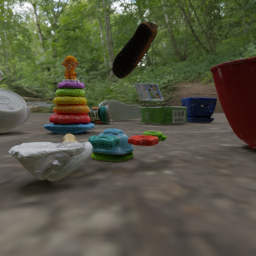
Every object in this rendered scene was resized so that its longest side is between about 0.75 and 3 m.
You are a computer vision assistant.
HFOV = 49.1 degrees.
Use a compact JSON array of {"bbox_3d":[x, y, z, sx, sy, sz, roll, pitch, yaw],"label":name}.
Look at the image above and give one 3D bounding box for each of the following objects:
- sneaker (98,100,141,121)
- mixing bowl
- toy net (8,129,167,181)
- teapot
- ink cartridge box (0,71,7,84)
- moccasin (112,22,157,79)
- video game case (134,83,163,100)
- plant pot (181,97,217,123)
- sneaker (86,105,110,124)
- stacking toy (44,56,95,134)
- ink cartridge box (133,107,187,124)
[{"bbox_3d":[-0.557,-0.790,14.468,2.825,1.044,1.158,7,-11,-43],"label":"sneaker"},{"bbox_3d":[2.402,-0.311,4.135,2.301,1.246,2.301,0,3,0],"label":"mixing bowl"},{"bbox_3d":[-0.292,0.258,2.748,0.938,0.345,1.788,5,7,27],"label":"toy net"},{"bbox_3d":[-3.233,-0.328,7.049,1.337,0.976,1.319,17,29,-17],"label":"teapot"},{"bbox_3d":[-4.086,-1.405,8.355,0.796,0.413,0.236,-39,9,1],"label":"ink cartridge box"},{"bbox_3d":[0.261,-3.177,11.618,1.013,2.769,1.069,41,36,11],"label":"moccasin"},{"bbox_3d":[0.907,-1.566,12.152,1.181,0.846,0.106,-3,-29,-28],"label":"video game case"},{"bbox_3d":[3.168,-0.805,12.614,1.246,1.120,1.246,-1,4,-8],"label":"plant pot"},{"bbox_3d":[-1.287,-0.508,11.707,0.855,0.763,2.139,-8,2,-15],"label":"sneaker"},{"bbox_3d":[-1.456,-0.845,7.058,1.114,1.920,1.054,0,4,8],"label":"stacking toy"},{"bbox_3d":[1.304,-0.552,11.940,1.215,0.694,2.341,-2,4,-29],"label":"ink cartridge box"}]
